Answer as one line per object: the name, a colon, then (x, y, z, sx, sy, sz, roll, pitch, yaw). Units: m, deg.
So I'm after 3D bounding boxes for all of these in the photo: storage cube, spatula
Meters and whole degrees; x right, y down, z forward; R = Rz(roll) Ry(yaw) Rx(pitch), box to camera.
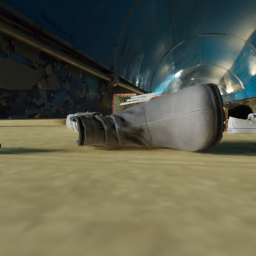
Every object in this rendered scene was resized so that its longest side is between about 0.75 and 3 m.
storage cube: (0.193, -1.236, 17.989, 1.689, 1.975, 1.776, 1, -3, 30)
spatula: (0.619, -1.519, 14.190, 2.049, 0.165, 1.425, -4, 23, 41)

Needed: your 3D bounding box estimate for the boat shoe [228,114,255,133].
boat shoe: (3.635, -0.135, 8.055, 1.595, 0.557, 0.565, 0, 3, -6)

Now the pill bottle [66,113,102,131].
pill bottle: (-1.338, -0.180, 8.710, 1.044, 0.594, 0.594, 1, 3, 17)

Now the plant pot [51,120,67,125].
plant pot: (-3.376, -0.336, 15.929, 2.000, 0.275, 2.000, 0, 2, 0)

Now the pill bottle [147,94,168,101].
pill bottle: (1.673, -0.858, 13.776, 1.508, 1.508, 2.689, -1, 2, -19)

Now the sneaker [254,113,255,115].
sneaker: (6.328, -0.396, 11.833, 1.245, 0.791, 2.183, 3, 2, -9)

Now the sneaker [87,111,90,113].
sneaker: (-2.102, -0.537, 15.331, 0.610, 0.737, 1.544, -2, 1, 0)

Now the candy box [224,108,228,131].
candy box: (2.549, -0.274, 9.103, 1.283, 0.741, 0.355, 2, 3, 32)

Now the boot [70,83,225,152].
boot: (0.064, 0.001, 3.939, 1.633, 0.865, 2.480, -4, -7, -17)

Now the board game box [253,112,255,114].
board game box: (6.437, -0.457, 13.871, 1.116, 0.678, 1.400, 1, 4, 29)

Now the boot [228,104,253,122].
boot: (3.794, -0.531, 12.167, 2.506, 0.957, 2.106, -8, 10, -26)
